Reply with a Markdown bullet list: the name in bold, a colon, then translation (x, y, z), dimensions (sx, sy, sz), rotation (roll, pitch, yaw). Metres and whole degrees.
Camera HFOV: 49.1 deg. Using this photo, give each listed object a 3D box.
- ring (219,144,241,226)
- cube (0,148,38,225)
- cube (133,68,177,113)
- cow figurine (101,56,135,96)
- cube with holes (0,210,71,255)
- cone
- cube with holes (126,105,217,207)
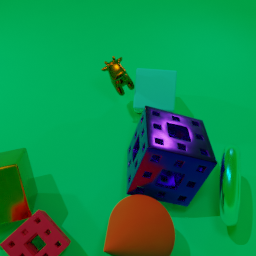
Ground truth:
- **ring**: translation (2.202, 1.200, 5.984), dimensions (0.344, 1.718, 1.718), rotation (1, 51, 24)
- **cube**: translation (-2.717, 1.247, 5.975), dimensions (1.188, 1.188, 1.188), rotation (-12, 15, -9)
- **cube**: translation (0.735, -0.969, 7.754), dimensions (1.069, 1.069, 1.069), rotation (5, 87, 4)
- **cow figurine**: translation (-0.280, -1.416, 7.390), dimensions (0.616, 1.104, 1.122), rotation (-31, 29, 2)
- **cube with holes**: translation (-1.737, 2.231, 5.440), dimensions (0.859, 0.859, 0.859), rotation (-42, 83, -19)
- **cone**: translation (-0.061, 1.991, 4.983), dimensions (1.448, 1.454, 1.448), rotation (-4, 81, 25)
- **cube with holes**: translation (0.840, 0.610, 6.148), dimensions (1.400, 1.400, 1.400), rotation (14, 36, -10)
